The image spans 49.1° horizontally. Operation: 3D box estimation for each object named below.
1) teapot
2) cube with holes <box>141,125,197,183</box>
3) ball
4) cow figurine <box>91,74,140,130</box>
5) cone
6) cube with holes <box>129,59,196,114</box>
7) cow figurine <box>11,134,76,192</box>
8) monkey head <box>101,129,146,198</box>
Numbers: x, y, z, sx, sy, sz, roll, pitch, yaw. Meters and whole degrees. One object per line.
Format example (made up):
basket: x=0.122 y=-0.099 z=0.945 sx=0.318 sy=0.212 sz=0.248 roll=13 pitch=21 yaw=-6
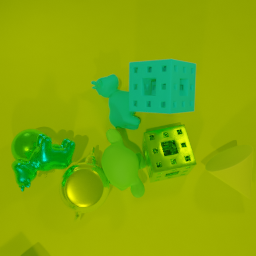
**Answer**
teapot: x=-1.143 y=1.499 z=7.484 sx=1.298 sy=1.022 sz=2.088 roll=13 pitch=80 yaw=-7
cube with holes: x=1.072 y=0.737 z=7.767 sx=1.131 sy=1.131 sz=1.131 roll=-11 pitch=67 yaw=-5
ball: x=-2.720 y=0.550 z=7.871 sx=1.061 sy=1.061 sz=1.061 roll=0 pitch=67 yaw=0
cow figurine: x=-0.387 y=-0.786 z=8.559 sx=1.647 sy=0.919 sz=1.674 roll=9 pitch=73 yaw=0
cone: x=2.900 y=1.319 z=7.286 sx=1.286 sy=1.286 sz=1.291 roll=-31 pitch=96 yaw=-12
cube with holes: x=0.929 y=-1.093 z=7.539 sx=1.293 sy=1.293 sz=1.293 roll=6 pitch=99 yaw=39
cow figurine: x=-2.134 y=0.901 z=7.114 sx=1.478 sy=0.811 sz=1.454 roll=14 pitch=90 yaw=-32
monkey head: x=-0.020 y=0.943 z=7.440 sx=1.366 sy=1.144 sz=1.899 roll=-18 pitch=73 yaw=-26
